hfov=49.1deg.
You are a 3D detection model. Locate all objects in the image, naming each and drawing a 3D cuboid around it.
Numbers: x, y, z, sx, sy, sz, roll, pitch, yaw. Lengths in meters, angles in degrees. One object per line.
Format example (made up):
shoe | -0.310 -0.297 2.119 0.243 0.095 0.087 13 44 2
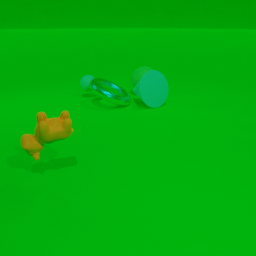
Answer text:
cow figurine | -1.688 0.172 5.891 1.069 1.052 0.587 -6 43 -21
ball | -1.697 -1.919 12.056 0.711 0.711 0.711 0 22 0
ball | 0.742 -2.119 12.505 1.224 1.224 1.224 0 22 0
cone | 0.611 -1.519 11.265 1.428 1.428 1.434 -15 12 -33
ring | -0.683 -1.448 11.140 1.774 0.355 1.774 25 22 -11
